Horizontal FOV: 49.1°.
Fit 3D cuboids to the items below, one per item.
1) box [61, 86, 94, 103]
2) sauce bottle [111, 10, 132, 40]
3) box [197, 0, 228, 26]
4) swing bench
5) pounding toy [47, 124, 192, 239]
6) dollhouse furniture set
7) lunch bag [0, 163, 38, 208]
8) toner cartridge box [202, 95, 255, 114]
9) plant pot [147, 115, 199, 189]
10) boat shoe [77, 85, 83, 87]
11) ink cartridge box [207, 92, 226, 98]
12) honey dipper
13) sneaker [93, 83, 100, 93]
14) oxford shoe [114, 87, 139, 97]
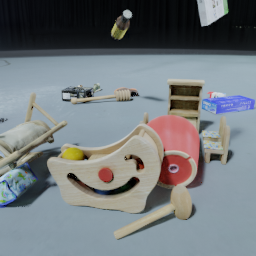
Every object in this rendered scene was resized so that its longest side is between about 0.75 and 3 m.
[{"bbox_3d":[-2.581,-1.748,14.462,1.335,0.575,1.093,5,21,13],"label":"box"},{"bbox_3d":[-0.244,-4.148,11.311,0.550,0.550,1.700,-7,-5,-18],"label":"sauce bottle"},{"bbox_3d":[1.870,-2.768,6.157,0.188,0.747,1.034,11,39,44],"label":"box"},{"bbox_3d":[-2.939,0.442,6.950,1.335,2.058,2.047,43,28,0],"label":"swing bench"},{"bbox_3d":[-0.209,0.934,5.502,2.937,1.679,1.685,4,20,11],"label":"pounding toy"},{"bbox_3d":[1.740,-0.352,8.746,2.456,1.862,2.802,4,20,10],"label":"dollhouse furniture set"},{"bbox_3d":[-2.610,1.294,6.128,0.952,0.607,0.809,-24,10,24],"label":"lunch bag"},{"bbox_3d":[4.583,-1.086,12.801,2.184,0.472,1.038,-8,20,-21],"label":"toner cartridge box"},{"bbox_3d":[1.056,0.631,6.850,1.542,1.542,1.364,2,28,4],"label":"plant pot"},{"bbox_3d":[-2.876,-2.348,16.501,0.333,0.313,0.904,1,20,4],"label":"boat shoe"},{"bbox_3d":[4.617,-1.675,14.673,0.883,0.297,0.513,12,23,30],"label":"ink cartridge box"},{"bbox_3d":[-1.355,-1.517,13.924,2.935,0.557,0.557,-7,21,-14],"label":"honey dipper"},{"bbox_3d":[-1.938,-2.352,16.307,0.338,0.453,1.009,9,22,23],"label":"sneaker"},{"bbox_3d":[-0.069,-1.911,15.116,1.326,0.473,0.483,-5,25,-13],"label":"oxford shoe"}]
